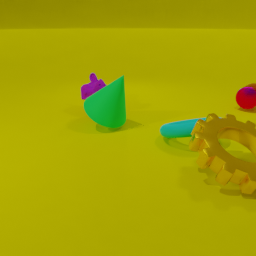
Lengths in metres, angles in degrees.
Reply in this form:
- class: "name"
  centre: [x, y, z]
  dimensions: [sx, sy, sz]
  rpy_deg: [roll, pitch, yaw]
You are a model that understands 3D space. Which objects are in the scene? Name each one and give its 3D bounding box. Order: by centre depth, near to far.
- class: "gear"
  centre: [2.306, 0.455, 5.894]
  dimensions: [1.987, 0.367, 1.987]
  rpy_deg: [9, 40, -8]
- class: "ring"
  centre: [1.743, -0.021, 7.619]
  dimensions: [1.757, 0.351, 1.757]
  rpy_deg: [-8, 3, 0]
- class: "cone"
  centre: [-0.414, -0.996, 8.270]
  dimensions: [1.417, 1.423, 1.417]
  rpy_deg: [19, 39, -16]
- class: "monkey head"
  centre: [-0.930, -1.230, 9.632]
  dimensions: [1.252, 1.741, 1.049]
  rpy_deg: [-40, -8, 40]
- class: "cylinder"
  centre: [4.471, -1.170, 10.235]
  dimensions: [0.819, 0.819, 0.819]
  rpy_deg: [16, 27, 35]
